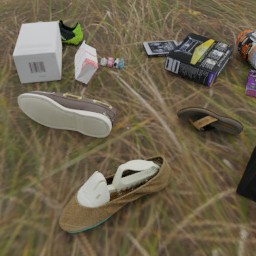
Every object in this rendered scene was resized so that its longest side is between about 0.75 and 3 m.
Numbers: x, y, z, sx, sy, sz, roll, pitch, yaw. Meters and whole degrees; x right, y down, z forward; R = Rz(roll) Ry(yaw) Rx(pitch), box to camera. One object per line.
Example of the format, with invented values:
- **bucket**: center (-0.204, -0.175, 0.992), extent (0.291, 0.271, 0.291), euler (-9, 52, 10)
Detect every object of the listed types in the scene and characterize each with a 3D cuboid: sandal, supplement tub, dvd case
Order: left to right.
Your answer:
- **dvd case**: center (1.460, -3.383, 11.963), extent (1.484, 0.183, 1.115), euler (-7, 43, -7)
- **sandal**: center (2.303, -0.118, 8.052), extent (1.879, 0.768, 0.513), euler (21, 67, 12)
- **supplement tub**: center (5.022, -3.083, 10.955), extent (1.075, 1.075, 1.754), euler (-7, 42, -8)

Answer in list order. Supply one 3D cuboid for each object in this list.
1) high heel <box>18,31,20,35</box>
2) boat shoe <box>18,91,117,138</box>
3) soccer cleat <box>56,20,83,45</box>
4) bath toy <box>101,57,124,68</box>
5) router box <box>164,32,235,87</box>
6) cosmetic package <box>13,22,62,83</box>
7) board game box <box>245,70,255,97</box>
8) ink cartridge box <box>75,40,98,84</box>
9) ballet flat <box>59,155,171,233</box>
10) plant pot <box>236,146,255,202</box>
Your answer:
- **high heel**: center (-4.612, -4.290, 12.833), extent (0.789, 0.379, 0.266), euler (-2, 42, -2)
- **boat shoe**: center (-1.752, -0.544, 8.174), extent (2.876, 1.033, 0.856), euler (14, 43, 9)
- **soccer cleat**: center (-3.240, -4.152, 12.198), extent (2.493, 1.011, 0.842), euler (-3, 42, -4)
- **bath toy**: center (-0.634, -2.594, 10.966), extent (0.916, 0.338, 0.398), euler (9, 42, 11)
- **router box**: center (2.767, -2.702, 10.745), extent (1.909, 0.634, 2.427), euler (26, 47, 19)
- **cosmetic package**: center (-3.360, -2.999, 10.771), extent (1.501, 1.183, 2.789), euler (-6, 41, -5)
- **board game box**: center (5.287, -1.361, 9.614), extent (2.277, 0.368, 1.367), euler (14, 48, 15)
- **ink cartridge box**: center (-1.490, -2.346, 9.875), extent (0.474, 0.819, 1.406), euler (19, 42, -31)
- **ballet flat**: center (-0.236, 1.270, 6.115), extent (2.765, 1.000, 0.938), euler (-19, 40, -19)
- **plant pot**: center (3.742, 0.759, 6.262), extent (1.806, 1.602, 1.802), euler (23, 46, 25)
